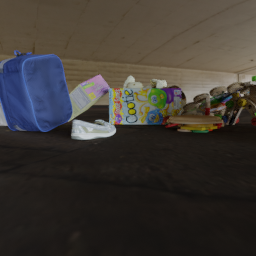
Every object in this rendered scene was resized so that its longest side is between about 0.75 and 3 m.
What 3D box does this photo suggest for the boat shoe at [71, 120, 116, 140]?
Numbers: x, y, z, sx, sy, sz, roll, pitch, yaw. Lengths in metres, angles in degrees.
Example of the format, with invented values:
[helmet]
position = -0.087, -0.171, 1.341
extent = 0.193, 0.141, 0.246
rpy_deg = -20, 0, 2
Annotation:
[boat shoe]
position = -0.803, -0.008, 6.841
extent = 0.542, 0.472, 1.471
rpy_deg = 4, 7, 36

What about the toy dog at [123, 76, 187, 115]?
[toy dog]
position = 1.167, -1.242, 12.353
extent = 2.780, 1.940, 2.695
rpy_deg = 3, 20, 19

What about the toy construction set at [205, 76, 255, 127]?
[toy construction set]
position = 3.767, -0.896, 9.582
extent = 2.206, 1.695, 1.839
rpy_deg = -1, 5, -2

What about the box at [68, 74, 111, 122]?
[box]
position = -1.755, -1.202, 11.160
extent = 1.650, 0.798, 1.451
rpy_deg = -33, 6, 36

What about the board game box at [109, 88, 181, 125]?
[board game box]
position = 0.625, -0.825, 10.581
extent = 2.579, 1.352, 1.328
rpy_deg = 0, 6, 3

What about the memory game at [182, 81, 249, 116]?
[memory game]
position = 3.486, -0.895, 10.638
extent = 2.970, 0.189, 2.970
rpy_deg = -10, -22, -4

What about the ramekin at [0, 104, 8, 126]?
[ramekin]
position = -4.264, -0.525, 10.469
extent = 1.595, 0.777, 1.595
rpy_deg = 0, 6, 0

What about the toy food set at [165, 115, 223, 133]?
[toy food set]
position = 1.982, -0.152, 8.541
extent = 1.716, 0.422, 1.734
rpy_deg = -5, 8, -43

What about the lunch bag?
[lunch bag]
position = -2.831, -1.081, 8.134
extent = 1.545, 2.335, 1.586
rpy_deg = -1, 16, 30
